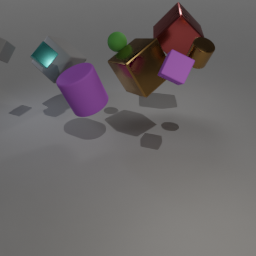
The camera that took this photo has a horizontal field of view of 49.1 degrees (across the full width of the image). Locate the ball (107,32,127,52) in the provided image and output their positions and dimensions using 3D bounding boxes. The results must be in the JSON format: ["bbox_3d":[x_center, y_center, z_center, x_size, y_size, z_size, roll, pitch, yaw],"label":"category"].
[{"bbox_3d":[-0.384,-3.080,10.025,0.700,0.700,0.700,0,30,0],"label":"ball"}]

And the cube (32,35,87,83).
[{"bbox_3d":[-2.931,-2.902,12.052,1.400,1.400,1.400,42,20,7],"label":"cube"}]

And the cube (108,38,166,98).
[{"bbox_3d":[0.432,-2.100,9.646,1.400,1.400,1.400,-42,31,-12],"label":"cube"}]

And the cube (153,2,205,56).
[{"bbox_3d":[1.949,-3.714,10.966,1.400,1.400,1.400,36,35,-24],"label":"cube"}]

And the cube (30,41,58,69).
[{"bbox_3d":[-3.137,-2.708,10.464,0.700,0.700,0.700,-53,24,-6],"label":"cube"}]

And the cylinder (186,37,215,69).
[{"bbox_3d":[2.231,-2.324,8.695,0.700,0.700,0.700,7,56,-10],"label":"cylinder"}]

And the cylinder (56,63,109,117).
[{"bbox_3d":[-1.584,-1.345,9.908,1.400,1.400,1.400,-16,38,13],"label":"cylinder"}]

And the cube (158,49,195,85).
[{"bbox_3d":[1.323,-1.665,7.797,0.700,0.700,0.700,25,5,-4],"label":"cube"}]

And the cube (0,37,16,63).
[{"bbox_3d":[-4.730,-2.915,10.287,0.700,0.700,0.700,26,-2,7],"label":"cube"}]
